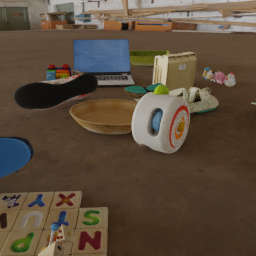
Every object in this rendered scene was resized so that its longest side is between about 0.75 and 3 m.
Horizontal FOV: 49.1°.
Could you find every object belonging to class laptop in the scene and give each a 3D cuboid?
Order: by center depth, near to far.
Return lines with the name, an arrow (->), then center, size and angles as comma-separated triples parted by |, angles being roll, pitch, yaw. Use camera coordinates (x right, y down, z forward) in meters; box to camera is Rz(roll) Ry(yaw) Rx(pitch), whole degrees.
laptop -> -1.163, -2.953, 12.461 | 2.672, 1.654, 2.853 | -3, 23, -4

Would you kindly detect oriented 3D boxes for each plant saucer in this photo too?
plant saucer -> -0.420, -0.307, 7.708 | 2.311, 0.409, 2.311 | 2, 20, -1
plant saucer -> 1.236, -4.142, 16.604 | 2.461, 0.590, 2.464 | 1, 24, 4

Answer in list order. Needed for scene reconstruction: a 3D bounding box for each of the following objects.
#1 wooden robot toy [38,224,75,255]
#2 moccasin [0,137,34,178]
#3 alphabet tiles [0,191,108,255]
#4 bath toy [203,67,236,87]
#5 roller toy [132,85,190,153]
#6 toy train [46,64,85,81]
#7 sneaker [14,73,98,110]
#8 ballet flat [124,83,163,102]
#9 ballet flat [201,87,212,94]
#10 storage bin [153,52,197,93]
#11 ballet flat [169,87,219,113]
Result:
wooden robot toy -> -0.915, 1.654, 3.130 | 0.564, 0.548, 1.243 | -34, 21, 10
moccasin -> -2.499, 0.516, 4.724 | 1.942, 0.781, 0.662 | -13, 7, 5
alphabet tiles -> -1.421, 1.663, 3.578 | 2.295, 0.087, 2.758 | -1, 23, -2
bath toy -> 3.973, -2.233, 12.145 | 0.679, 0.577, 1.560 | -13, 27, -27
roller toy -> 0.796, -0.103, 6.252 | 0.978, 1.400, 1.277 | 16, 51, 32
toy train -> -2.697, -2.298, 12.237 | 1.700, 0.720, 0.984 | -2, 34, -6
sneaker -> -2.352, -1.149, 9.239 | 2.614, 0.873, 1.401 | -18, 7, -18
ballet flat -> 0.563, -1.193, 9.693 | 1.527, 0.552, 0.518 | -13, 44, -26
ballet flat -> 2.909, -1.357, 10.471 | 0.266, 0.287, 0.852 | 26, 33, 29
storage bin -> 1.761, -2.065, 10.592 | 1.520, 1.510, 0.713 | -15, 31, -32
ballet flat -> 1.894, -0.845, 8.561 | 2.604, 0.812, 0.878 | -16, 28, -33
